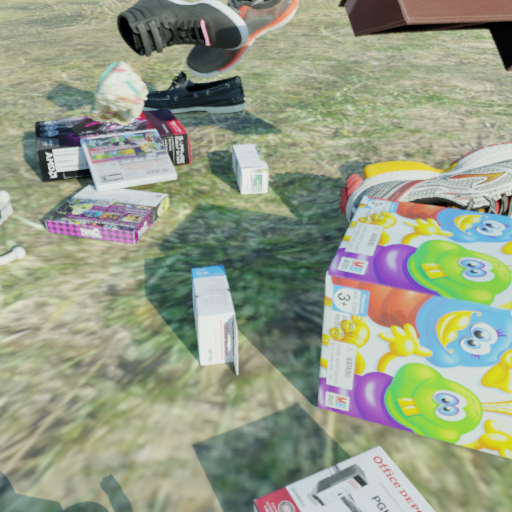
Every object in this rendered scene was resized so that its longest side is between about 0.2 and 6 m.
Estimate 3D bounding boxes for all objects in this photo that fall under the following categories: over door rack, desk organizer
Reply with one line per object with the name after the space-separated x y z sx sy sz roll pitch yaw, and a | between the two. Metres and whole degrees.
-3.832 -0.923 7.765 0.880 1.953 2.643 -8 33 -10 | over door rack
2.570 -2.818 6.352 2.920 1.047 1.124 -9 73 -16 | desk organizer

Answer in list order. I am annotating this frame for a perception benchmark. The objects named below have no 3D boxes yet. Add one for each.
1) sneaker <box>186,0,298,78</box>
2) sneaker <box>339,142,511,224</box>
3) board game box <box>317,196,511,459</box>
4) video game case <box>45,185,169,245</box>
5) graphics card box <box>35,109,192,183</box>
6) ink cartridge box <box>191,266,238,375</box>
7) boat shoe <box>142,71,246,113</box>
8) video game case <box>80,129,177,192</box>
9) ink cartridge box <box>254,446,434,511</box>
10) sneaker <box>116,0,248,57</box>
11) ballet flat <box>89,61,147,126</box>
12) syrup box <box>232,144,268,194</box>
-0.393 -4.092 9.734 2.304 0.943 0.888 -37 68 8 | sneaker
3.081 -0.639 8.134 3.527 1.373 1.449 -10 38 0 | sneaker
2.369 0.722 5.289 3.214 1.685 1.655 10 33 18 | board game box
-2.343 -0.693 8.996 1.500 0.269 1.360 8 32 12 | video game case
-2.866 -2.254 11.142 2.839 0.722 1.781 -11 33 -15 | graphics card box
-0.476 0.720 6.268 0.405 0.692 1.194 -5 32 -9 | ink cartridge box
-1.682 -4.117 13.980 2.851 0.945 1.065 2 31 4 | boat shoe
-2.252 -1.706 9.867 1.392 0.160 1.269 -13 55 -21 | video game case
0.685 2.077 4.217 1.184 0.491 0.869 -15 33 -22 | ink cartridge box
-1.280 -3.605 9.100 2.335 0.826 1.158 26 59 27 | sneaker
-1.782 -1.962 7.209 0.691 0.584 1.827 -54 18 -6 | ballet flat
-0.124 -1.612 10.300 0.504 0.487 1.237 -5 32 -9 | syrup box
